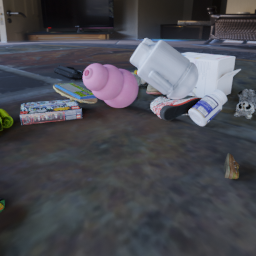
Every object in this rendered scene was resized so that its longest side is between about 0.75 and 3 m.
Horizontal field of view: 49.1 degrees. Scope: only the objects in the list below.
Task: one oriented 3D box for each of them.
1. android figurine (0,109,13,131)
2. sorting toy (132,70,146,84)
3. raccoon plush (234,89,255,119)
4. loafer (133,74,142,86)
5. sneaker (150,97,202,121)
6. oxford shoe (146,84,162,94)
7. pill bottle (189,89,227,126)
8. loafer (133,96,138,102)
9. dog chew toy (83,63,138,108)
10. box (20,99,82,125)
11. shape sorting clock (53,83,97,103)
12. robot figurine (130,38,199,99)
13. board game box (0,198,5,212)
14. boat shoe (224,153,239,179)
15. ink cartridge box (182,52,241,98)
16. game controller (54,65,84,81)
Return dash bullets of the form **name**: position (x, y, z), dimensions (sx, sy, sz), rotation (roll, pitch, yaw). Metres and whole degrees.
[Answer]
- **android figurine**: position (-5.450, -0.200, 9.506), dimensions (2.698, 0.609, 2.964), rotation (-17, 28, -35)
- **sorting toy**: position (1.424, -3.278, 17.295), dimensions (2.576, 0.470, 2.384), rotation (-13, 25, -28)
- **raccoon plush**: position (4.933, -0.755, 11.137), dimensions (1.754, 1.175, 0.849), rotation (24, -11, -34)
- **loafer**: position (-0.629, -2.647, 15.357), dimensions (2.778, 0.999, 0.873), rotation (9, 7, 8)
- **sneaker**: position (2.007, -0.917, 11.065), dimensions (2.263, 0.756, 1.213), rotation (-13, 28, -23)
- **oxford shoe**: position (1.397, -2.310, 14.280), dimensions (0.875, 0.928, 2.483), rotation (2, 22, 6)
- **pill bottle**: position (2.853, -0.745, 9.920), dimensions (1.282, 0.767, 0.767), rotation (-41, 34, -10)
- **loafer**: position (-0.402, -1.632, 13.121), dimensions (0.669, 0.763, 2.123), rotation (7, 17, -45)
- **dog chew toy**: position (-0.737, -1.764, 11.118), dimensions (1.630, 1.630, 2.617), rotation (17, -1, 36)
- **box**: position (-2.991, -0.668, 10.877), dimensions (2.208, 0.440, 1.511), rotation (-7, 23, -17)
- **shape sorting clock**: position (-2.212, -1.451, 11.825), dimensions (1.911, 0.375, 1.911), rotation (18, 21, -7)
- **robot figurine**: position (1.485, -2.176, 10.615), dimensions (2.813, 1.588, 2.385), rotation (35, 43, -4)
- **board game box**: position (-3.554, 1.716, 4.703), dimensions (1.354, 0.303, 2.585), rotation (11, 15, 19)
- **boat shoe**: position (2.606, 0.978, 7.027), dimensions (0.321, 0.339, 0.943), rotation (12, 33, 14)
- **ink cartridge box**: position (3.727, -2.583, 13.705), dimensions (2.960, 1.853, 1.902), rotation (19, 28, 38)
- **game controller**: position (-3.577, -3.496, 17.910), dimensions (1.550, 0.626, 2.972), rotation (2, 17, -37)
